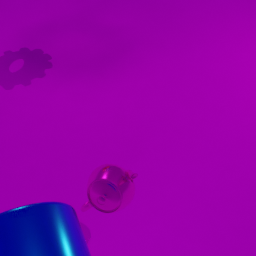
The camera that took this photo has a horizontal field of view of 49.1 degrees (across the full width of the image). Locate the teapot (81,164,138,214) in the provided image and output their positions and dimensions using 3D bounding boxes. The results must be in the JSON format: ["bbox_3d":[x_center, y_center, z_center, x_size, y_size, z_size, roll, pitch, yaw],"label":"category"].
[{"bbox_3d":[-0.276,0.966,4.381,0.789,1.270,0.622,51,23,-2],"label":"teapot"}]

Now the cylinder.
[{"bbox_3d":[-0.710,1.207,2.094,0.954,0.954,0.954,-20,58,-14],"label":"cylinder"}]
